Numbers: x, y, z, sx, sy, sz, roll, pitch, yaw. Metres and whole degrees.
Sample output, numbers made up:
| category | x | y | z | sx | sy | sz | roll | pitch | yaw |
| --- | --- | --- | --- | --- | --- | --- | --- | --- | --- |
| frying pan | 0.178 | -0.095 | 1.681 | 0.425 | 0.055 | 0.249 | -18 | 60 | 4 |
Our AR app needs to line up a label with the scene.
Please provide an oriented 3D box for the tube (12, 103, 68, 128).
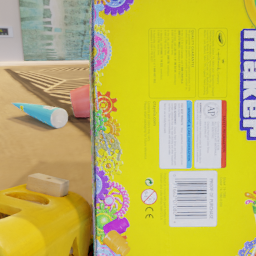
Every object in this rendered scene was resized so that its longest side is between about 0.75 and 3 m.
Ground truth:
| category | x | y | z | sx | sy | sz | roll | pitch | yaw |
| --- | --- | --- | --- | --- | --- | --- | --- | --- | --- |
| tube | -2.555 | -0.465 | 8.122 | 2.107 | 0.531 | 0.816 | 16 | -10 | 43 |

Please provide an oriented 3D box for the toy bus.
| category | x | y | z | sx | sy | sz | roll | pitch | yaw |
| --- | --- | --- | --- | --- | --- | --- | --- | --- | --- |
| toy bus | -0.698 | 0.821 | 2.133 | 1.622 | 0.888 | 1.718 | 8 | 3 | -30 |

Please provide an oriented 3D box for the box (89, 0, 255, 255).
| category | x | y | z | sx | sy | sz | roll | pitch | yaw |
| --- | --- | --- | --- | --- | --- | --- | --- | --- | --- |
| box | 0.414 | -0.049 | 2.896 | 1.372 | 2.248 | 2.166 | 0 | 3 | -1 |

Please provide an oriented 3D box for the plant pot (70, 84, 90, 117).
| category | x | y | z | sx | sy | sz | roll | pitch | yaw |
| --- | --- | --- | --- | --- | --- | --- | --- | --- | --- |
| plant pot | -1.207 | -0.824 | 8.623 | 1.023 | 1.156 | 1.156 | -12 | 18 | -6 |
